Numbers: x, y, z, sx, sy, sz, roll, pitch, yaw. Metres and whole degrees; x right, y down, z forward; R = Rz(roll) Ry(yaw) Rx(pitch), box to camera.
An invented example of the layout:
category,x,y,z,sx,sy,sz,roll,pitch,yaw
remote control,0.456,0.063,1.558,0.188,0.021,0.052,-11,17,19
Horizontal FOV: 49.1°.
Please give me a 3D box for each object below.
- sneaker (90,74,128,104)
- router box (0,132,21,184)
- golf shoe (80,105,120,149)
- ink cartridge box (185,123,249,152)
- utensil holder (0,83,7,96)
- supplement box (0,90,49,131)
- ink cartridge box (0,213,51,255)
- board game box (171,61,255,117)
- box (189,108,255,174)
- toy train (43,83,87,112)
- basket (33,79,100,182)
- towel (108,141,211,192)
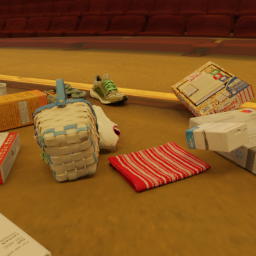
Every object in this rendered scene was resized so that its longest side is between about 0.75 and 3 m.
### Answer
category,x,y,z,sx,sy,sz,roll,pitch,yaw
sneaker,-0.843,-1.608,11.220,0.900,1.037,2.340,-16,27,-34
router box,-3.471,0.681,6.350,1.631,0.444,1.817,-4,22,-9
golf shoe,-0.740,0.015,7.775,1.014,0.834,2.215,12,24,-8
ink cartridge box,1.883,0.173,5.976,0.764,0.448,1.044,-17,12,-35
utensil holder,-4.972,-1.269,10.735,0.664,0.781,0.664,0,23,0
supplement box,-3.890,-0.459,8.553,2.776,0.955,0.924,-19,26,-33
ink cartridge box,-1.605,1.565,2.862,1.948,1.410,0.818,17,29,35
board game box,2.696,-1.219,9.313,1.735,0.530,2.291,-33,36,4
box,3.380,0.287,7.108,2.335,0.617,2.996,-10,25,-25
toy train,-2.227,-0.863,9.696,1.272,0.951,2.233,-28,35,-27
basket,-1.347,0.030,6.245,1.378,1.747,1.982,-9,34,-5
towel,0.678,0.805,6.367,1.955,0.220,1.414,-11,25,-26
